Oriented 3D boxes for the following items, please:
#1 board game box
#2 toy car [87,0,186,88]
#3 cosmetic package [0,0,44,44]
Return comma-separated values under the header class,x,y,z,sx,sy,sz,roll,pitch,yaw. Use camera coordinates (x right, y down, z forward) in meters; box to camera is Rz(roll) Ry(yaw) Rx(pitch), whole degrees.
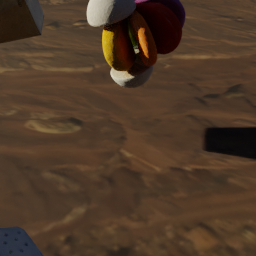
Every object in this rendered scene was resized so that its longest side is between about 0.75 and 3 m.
class,x,y,z,sx,sy,sz,roll,pitch,yaw
board game box,-1.341,1.754,2.547,2.114,2.114,0.274,35,93,32
toy car,0.113,-0.749,2.050,0.602,0.703,0.803,-6,44,20
cosmetic package,-3.337,-2.533,5.988,2.674,1.407,0.951,-11,52,3
